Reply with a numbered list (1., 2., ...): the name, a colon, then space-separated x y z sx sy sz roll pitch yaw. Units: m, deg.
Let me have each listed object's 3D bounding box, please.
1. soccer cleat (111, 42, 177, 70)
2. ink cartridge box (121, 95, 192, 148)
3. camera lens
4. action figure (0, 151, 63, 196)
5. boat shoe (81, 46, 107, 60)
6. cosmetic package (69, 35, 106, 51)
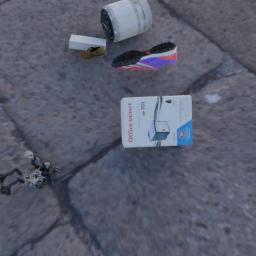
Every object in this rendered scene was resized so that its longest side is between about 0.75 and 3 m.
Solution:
1. soccer cleat: 0.543 -2.123 9.030 2.126 0.778 0.725 -14 43 2
2. ink cartridge box: 0.768 -0.182 7.812 1.874 0.805 1.372 -3 93 -4
3. camera lens: -0.098 -3.782 9.768 1.544 1.235 1.235 -23 64 -13
4. action figure: -2.508 1.169 7.240 1.612 0.822 0.958 -14 48 -27
5. boat shoe: -1.176 -2.503 9.168 1.013 0.344 0.364 -4 63 30
6. cosmetic package: -1.374 -2.896 9.642 1.214 0.307 0.501 7 44 -5
